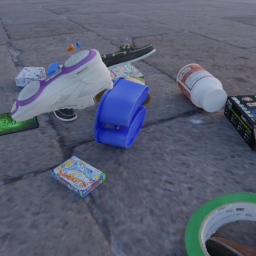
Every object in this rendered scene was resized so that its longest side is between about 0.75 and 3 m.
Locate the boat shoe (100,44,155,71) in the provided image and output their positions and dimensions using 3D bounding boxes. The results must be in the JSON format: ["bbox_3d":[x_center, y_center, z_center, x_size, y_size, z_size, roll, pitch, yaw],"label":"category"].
[{"bbox_3d":[-0.228,-3.154,12.151,2.786,0.839,0.993,-18,16,11],"label":"boat shoe"}]

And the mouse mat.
[{"bbox_3d":[-4.923,-0.237,11.635,2.219,0.084,1.785,-14,35,-19],"label":"mouse mat"}]

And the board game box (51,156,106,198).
[{"bbox_3d":[-1.558,1.486,8.768,1.470,0.253,0.995,23,39,31],"label":"board game box"}]

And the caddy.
[{"bbox_3d":[-0.335,-0.620,10.352,1.547,2.084,2.947,15,38,14],"label":"caddy"}]

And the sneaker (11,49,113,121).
[{"bbox_3d":[-1.777,-0.823,7.614,2.991,1.490,1.120,-28,42,11],"label":"sneaker"}]

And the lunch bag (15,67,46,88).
[{"bbox_3d":[-5.213,-2.730,14.986,1.396,0.658,1.742,-2,34,1],"label":"lunch bag"}]

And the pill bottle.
[{"bbox_3d":[3.354,-1.826,12.810,1.472,1.472,2.625,-7,34,-11],"label":"pill bottle"}]

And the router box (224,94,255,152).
[{"bbox_3d":[5.397,-0.305,10.947,2.193,0.909,2.927,-3,33,-5],"label":"router box"}]

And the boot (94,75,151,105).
[{"bbox_3d":[-0.306,-1.850,13.336,2.549,0.928,1.982,-1,33,-4],"label":"boot"}]

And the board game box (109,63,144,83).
[{"bbox_3d":[-0.589,-3.160,15.841,2.015,0.436,2.994,-11,34,-18],"label":"board game box"}]

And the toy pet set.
[{"bbox_3d":[-3.292,-3.239,14.612,1.892,2.026,1.076,-13,2,29],"label":"toy pet set"}]

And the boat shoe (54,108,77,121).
[{"bbox_3d":[-2.903,-1.004,12.272,0.800,0.653,2.166,-18,37,-26],"label":"boat shoe"}]

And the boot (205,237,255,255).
[{"bbox_3d":[3.292,2.523,6.630,2.344,0.808,2.515,29,44,18],"label":"boot"}]

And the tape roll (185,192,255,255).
[{"bbox_3d":[2.561,2.515,6.145,2.533,0.609,2.533,-17,26,9],"label":"tape roll"}]
